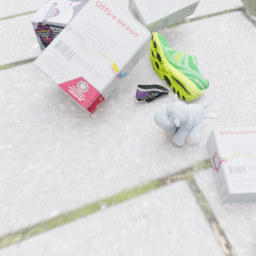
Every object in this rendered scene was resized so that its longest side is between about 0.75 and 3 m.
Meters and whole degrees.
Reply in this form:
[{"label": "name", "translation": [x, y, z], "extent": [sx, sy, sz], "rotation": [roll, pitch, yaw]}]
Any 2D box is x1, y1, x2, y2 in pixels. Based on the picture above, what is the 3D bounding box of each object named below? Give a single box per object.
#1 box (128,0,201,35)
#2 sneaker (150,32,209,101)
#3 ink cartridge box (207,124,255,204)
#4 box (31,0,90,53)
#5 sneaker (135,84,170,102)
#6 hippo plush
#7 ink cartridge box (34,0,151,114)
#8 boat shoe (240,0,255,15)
[{"label": "box", "translation": [1.169, -4.142, 9.352], "extent": [1.991, 0.970, 1.238], "rotation": [-26, 86, -5]}, {"label": "sneaker", "translation": [1.545, -1.971, 8.851], "extent": [1.103, 0.977, 2.638], "rotation": [-22, 67, -22]}, {"label": "ink cartridge box", "translation": [2.839, 0.868, 6.971], "extent": [1.295, 0.758, 1.792], "rotation": [-2, 58, -2]}, {"label": "box", "translation": [-1.925, -3.770, 9.637], "extent": [1.686, 1.464, 2.552], "rotation": [12, 57, 8]}, {"label": "sneaker", "translation": [0.711, -1.032, 8.477], "extent": [1.120, 0.490, 0.424], "rotation": [-2, 33, -27]}, {"label": "hippo plush", "translation": [1.366, -0.143, 7.061], "extent": [1.546, 1.243, 1.232], "rotation": [-14, 79, 37]}, {"label": "ink cartridge box", "translation": [-0.923, -2.029, 7.880], "extent": [1.976, 1.146, 2.678], "rotation": [42, 86, 6]}, {"label": "boat shoe", "translation": [5.453, -4.705, 10.615], "extent": [2.625, 0.979, 0.817], "rotation": [33, 57, 14]}]
